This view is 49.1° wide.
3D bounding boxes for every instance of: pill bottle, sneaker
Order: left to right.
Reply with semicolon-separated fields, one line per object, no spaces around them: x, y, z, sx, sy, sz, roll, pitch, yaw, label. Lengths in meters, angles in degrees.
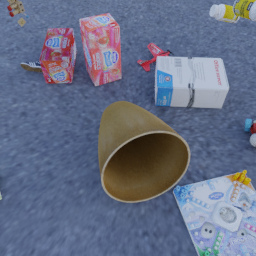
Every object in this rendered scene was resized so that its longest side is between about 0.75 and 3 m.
-4.387;-2.958;13.037;1.094;0.384;0.594;12;56;1;sneaker
3.786;-4.497;10.970;1.078;0.600;0.600;4;48;-17;pill bottle
4.065;-3.888;9.144;0.656;0.656;1.170;-20;39;-16;pill bottle

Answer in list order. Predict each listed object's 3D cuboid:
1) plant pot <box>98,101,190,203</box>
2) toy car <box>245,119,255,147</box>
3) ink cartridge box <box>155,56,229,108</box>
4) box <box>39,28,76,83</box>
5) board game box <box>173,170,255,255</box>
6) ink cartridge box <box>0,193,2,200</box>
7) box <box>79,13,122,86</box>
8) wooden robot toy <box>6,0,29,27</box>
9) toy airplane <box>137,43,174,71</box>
0.100;0.394;9.035;2.696;2.696;2.893;-15;39;-12;plant pot
4.714;0.328;10.136;1.014;0.973;1.100;11;79;23;toy car
2.525;-1.928;11.650;2.746;1.179;2.011;4;51;2;ink cartridge box
-3.115;-3.328;12.767;1.228;1.282;2.572;-2;50;-1;box
3.001;2.609;8.396;2.583;0.334;2.583;-11;51;-10;board game box
-5.011;2.058;8.837;1.696;0.407;1.234;-22;54;-20;ink cartridge box
-1.094;-3.245;11.821;1.342;2.615;1.238;-18;52;-15;box
-3.435;-3.689;8.352;0.556;1.225;0.540;34;57;28;wooden robot toy
1.310;-3.264;13.317;1.973;0.363;1.973;1;52;-1;toy airplane
